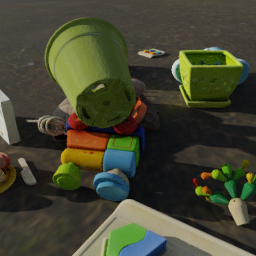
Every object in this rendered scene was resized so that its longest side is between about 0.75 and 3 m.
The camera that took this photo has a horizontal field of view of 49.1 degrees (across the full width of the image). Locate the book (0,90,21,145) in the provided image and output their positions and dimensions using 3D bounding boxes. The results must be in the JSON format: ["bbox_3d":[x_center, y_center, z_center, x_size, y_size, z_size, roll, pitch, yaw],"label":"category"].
[{"bbox_3d":[-3.350,-0.469,7.261,0.422,1.173,1.756,-21,37,-32],"label":"book"}]

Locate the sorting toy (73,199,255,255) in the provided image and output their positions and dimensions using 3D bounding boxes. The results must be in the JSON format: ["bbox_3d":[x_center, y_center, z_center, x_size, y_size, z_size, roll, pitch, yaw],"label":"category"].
[{"bbox_3d":[0.249,2.182,3.483,2.559,0.504,2.765,18,36,27],"label":"sorting toy"}]

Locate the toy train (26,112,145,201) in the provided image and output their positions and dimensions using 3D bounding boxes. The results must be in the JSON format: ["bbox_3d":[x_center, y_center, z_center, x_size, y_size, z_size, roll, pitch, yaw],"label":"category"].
[{"bbox_3d":[-1.128,0.553,5.775,2.773,1.174,1.605,6,45,9],"label":"toy train"}]

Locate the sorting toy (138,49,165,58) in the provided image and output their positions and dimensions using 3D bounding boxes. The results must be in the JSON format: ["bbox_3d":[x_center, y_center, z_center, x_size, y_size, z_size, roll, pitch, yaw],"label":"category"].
[{"bbox_3d":[1.149,-3.659,13.568,0.987,0.180,0.914,-25,39,-34],"label":"sorting toy"}]

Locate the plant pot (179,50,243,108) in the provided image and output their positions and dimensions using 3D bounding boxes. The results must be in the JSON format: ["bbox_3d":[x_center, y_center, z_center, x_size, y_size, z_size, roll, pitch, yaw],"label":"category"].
[{"bbox_3d":[2.442,-1.505,8.737,1.581,1.442,1.589,0,31,-1],"label":"plant pot"}]

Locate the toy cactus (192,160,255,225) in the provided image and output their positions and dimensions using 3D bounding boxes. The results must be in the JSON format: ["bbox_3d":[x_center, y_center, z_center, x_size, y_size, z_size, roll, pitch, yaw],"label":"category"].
[{"bbox_3d":[1.863,1.173,5.005,1.295,0.662,1.069,-17,66,15],"label":"toy cactus"}]

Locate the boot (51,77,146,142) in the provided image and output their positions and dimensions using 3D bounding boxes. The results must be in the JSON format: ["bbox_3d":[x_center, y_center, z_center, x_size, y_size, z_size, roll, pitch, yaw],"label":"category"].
[{"bbox_3d":[-0.765,-0.406,7.206,2.471,0.868,1.807,-10,43,14],"label":"boot"}]

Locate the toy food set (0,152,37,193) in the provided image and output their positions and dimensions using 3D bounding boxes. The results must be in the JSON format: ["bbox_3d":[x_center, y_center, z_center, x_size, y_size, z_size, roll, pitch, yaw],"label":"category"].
[{"bbox_3d":[-2.920,0.855,5.589,1.880,0.614,1.106,-14,34,-22],"label":"toy food set"}]

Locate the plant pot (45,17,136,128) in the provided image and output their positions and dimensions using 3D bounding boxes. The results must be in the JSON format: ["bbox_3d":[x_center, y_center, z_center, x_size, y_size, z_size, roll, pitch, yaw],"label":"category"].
[{"bbox_3d":[-0.645,-0.963,5.645,1.856,1.856,1.763,-9,45,-14],"label":"plant pot"}]

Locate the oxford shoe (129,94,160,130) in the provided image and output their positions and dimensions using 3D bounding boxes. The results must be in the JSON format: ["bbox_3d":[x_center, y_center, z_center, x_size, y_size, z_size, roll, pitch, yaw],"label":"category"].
[{"bbox_3d":[0.373,-0.491,7.953,0.818,0.802,2.254,30,19,-15],"label":"oxford shoe"}]

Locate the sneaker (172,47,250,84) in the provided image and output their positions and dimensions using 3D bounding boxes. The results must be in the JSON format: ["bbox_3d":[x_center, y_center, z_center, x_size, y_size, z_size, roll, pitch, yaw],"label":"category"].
[{"bbox_3d":[2.752,-2.331,10.452,2.934,1.167,1.916,1,32,-17],"label":"sneaker"}]
